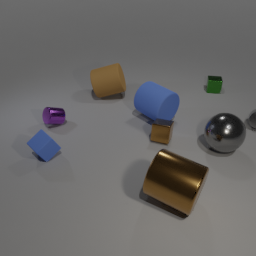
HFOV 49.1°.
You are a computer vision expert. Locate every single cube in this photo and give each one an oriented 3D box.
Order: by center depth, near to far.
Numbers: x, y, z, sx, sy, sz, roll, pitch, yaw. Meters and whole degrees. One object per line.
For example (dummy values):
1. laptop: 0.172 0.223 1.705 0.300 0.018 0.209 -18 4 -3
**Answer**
1. cube: -2.910 0.615 9.718 0.700 0.700 0.700 34 73 34
2. cube: 1.308 0.107 10.671 0.700 0.700 0.700 11 23 17
3. cube: 4.461 -2.247 14.508 0.700 0.700 0.700 6 33 9

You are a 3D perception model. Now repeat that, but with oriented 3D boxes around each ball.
1. ball: 3.404 0.159 9.865 1.400 1.400 1.400 0 32 0

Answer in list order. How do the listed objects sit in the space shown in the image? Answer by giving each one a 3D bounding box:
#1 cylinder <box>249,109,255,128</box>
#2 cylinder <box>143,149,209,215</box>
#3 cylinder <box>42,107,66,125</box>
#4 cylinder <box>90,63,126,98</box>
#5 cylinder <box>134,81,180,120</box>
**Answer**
1. cylinder: 5.310 -0.386 11.421 0.700 0.700 0.700 14 20 21
2. cylinder: 1.333 1.471 7.786 1.400 1.400 1.400 23 38 21
3. cylinder: -3.058 -0.502 11.560 0.700 0.700 0.700 1 24 -44
4. cylinder: -0.946 -2.309 13.639 1.400 1.400 1.400 -12 31 11
5. cylinder: 1.203 -1.080 11.797 1.400 1.400 1.400 -26 44 -35
